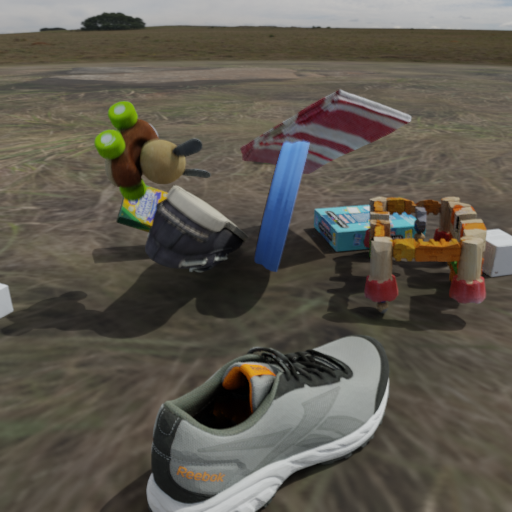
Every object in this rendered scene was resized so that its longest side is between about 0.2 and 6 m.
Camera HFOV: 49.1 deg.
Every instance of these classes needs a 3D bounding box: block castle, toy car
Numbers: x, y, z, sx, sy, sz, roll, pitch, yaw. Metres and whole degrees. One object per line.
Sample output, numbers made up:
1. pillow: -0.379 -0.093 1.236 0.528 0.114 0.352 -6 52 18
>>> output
1. block castle: 2.444 -0.053 8.383 1.621 1.138 2.425 0 21 11
2. toy car: -1.223 -1.297 7.172 1.258 1.034 0.993 5 58 14

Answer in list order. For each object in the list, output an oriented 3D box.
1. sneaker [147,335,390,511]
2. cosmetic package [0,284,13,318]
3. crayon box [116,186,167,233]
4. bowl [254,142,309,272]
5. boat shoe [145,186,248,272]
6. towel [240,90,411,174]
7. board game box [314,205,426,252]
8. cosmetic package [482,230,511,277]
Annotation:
1. sneaker: 0.307 1.328 5.179 2.916 1.156 1.078 -20 29 -41
2. cosmetic package: -3.853 0.646 7.610 0.693 0.426 0.691 10 25 25
3. crayon box: -1.717 -0.754 9.522 1.133 0.712 0.292 18 -26 -19
4. bowl: 0.361 -0.738 8.247 0.382 1.948 1.948 14 25 2
5. boat shoe: -0.911 -0.293 8.407 1.152 0.995 3.171 36 2 6
6. towel: 1.110 -1.965 9.409 1.746 0.276 2.424 4 -15 -38
7. board game box: 2.056 -0.547 10.342 1.671 0.392 1.261 -5 24 -11
8. cosmetic package: 3.847 -0.051 9.033 0.541 0.544 0.650 -6 25 -15
